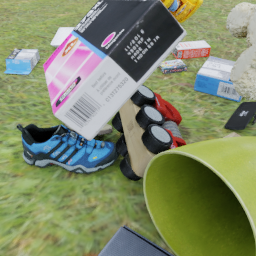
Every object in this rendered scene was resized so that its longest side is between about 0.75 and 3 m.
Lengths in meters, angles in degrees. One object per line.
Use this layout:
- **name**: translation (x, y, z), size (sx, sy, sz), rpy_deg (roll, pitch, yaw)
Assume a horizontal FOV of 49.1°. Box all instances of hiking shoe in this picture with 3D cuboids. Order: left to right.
- **hiking shoe**: translation (-1.454, 0.463, 6.910), size (2.501, 1.084, 0.930), rpy_deg (1, 40, 1)

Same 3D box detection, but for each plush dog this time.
- **plush dog**: translation (3.217, -1.669, 5.541), size (1.889, 1.764, 2.199), rpy_deg (9, 72, -22)

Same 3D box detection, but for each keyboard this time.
- **keyboard**: translation (3.651, -0.317, 8.584), size (0.861, 0.328, 1.653), rpy_deg (4, 35, 43)

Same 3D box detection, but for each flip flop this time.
- **flip flop**: translation (-1.369, -0.527, 8.137), size (1.106, 0.785, 2.727), rpy_deg (-6, 31, -31)

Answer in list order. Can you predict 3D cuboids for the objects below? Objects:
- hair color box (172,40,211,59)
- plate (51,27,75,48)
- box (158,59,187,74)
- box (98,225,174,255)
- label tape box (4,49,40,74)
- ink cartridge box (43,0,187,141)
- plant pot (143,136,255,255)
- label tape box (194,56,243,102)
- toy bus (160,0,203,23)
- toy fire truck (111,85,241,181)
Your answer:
- **hair color box**: translation (2.687, -3.357, 12.003), size (1.477, 0.452, 0.750), rpy_deg (-7, 41, -9)
- **plate**: translation (-2.333, -4.166, 13.065), size (2.109, 0.342, 2.114), rpy_deg (1, 40, 0)
- **box**: translation (1.755, -2.437, 11.104), size (0.991, 0.187, 0.677), rpy_deg (-11, 41, -13)
- **box**: translation (0.015, 3.094, 4.042), size (2.168, 0.701, 2.749), rpy_deg (24, 45, 27)
- **label tape box**: translation (-4.247, -2.668, 11.178), size (0.996, 0.460, 1.391), rpy_deg (3, 38, 3)
- **ink cartridge box**: translation (-0.483, -1.035, 3.748), size (1.378, 0.540, 2.911), rpy_deg (-48, 27, 5)
- **plant pot**: translation (2.000, 1.119, 5.376), size (2.519, 2.357, 2.357), rpy_deg (-21, 44, -34)
- **label tape box**: translation (3.566, -1.977, 10.137), size (1.637, 0.718, 2.269), rpy_deg (20, 44, 22)
- **toy bus**: translation (1.206, -4.234, 8.785), size (1.867, 1.267, 1.793), rpy_deg (53, 44, 1)
- **toy fire truck**: translation (1.257, 0.172, 7.109), size (2.728, 1.755, 2.401), rpy_deg (18, 36, -27)
